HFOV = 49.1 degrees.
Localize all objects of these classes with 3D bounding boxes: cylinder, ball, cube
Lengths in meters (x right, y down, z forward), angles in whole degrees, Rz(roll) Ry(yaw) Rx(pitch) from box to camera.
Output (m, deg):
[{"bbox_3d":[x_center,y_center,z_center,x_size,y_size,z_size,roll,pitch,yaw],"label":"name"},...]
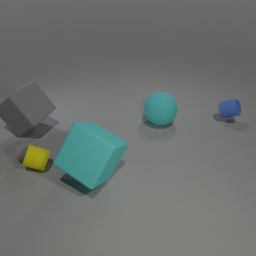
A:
[{"bbox_3d":[-3.022,0.991,9.258,0.700,0.700,0.700,19,28,-15],"label":"cylinder"},{"bbox_3d":[1.370,-0.805,11.711,1.400,1.400,1.400,0,31,0],"label":"ball"},{"bbox_3d":[-1.058,0.755,8.372,1.400,1.400,1.400,31,9,14],"label":"cube"},{"bbox_3d":[4.347,-0.829,11.914,0.700,0.700,0.700,-11,20,39],"label":"cylinder"},{"bbox_3d":[-3.553,0.778,9.844,0.700,0.700,0.700,-13,34,-15],"label":"cylinder"},{"bbox_3d":[-4.032,-0.755,11.054,1.400,1.400,1.400,-23,20,40],"label":"cube"}]
